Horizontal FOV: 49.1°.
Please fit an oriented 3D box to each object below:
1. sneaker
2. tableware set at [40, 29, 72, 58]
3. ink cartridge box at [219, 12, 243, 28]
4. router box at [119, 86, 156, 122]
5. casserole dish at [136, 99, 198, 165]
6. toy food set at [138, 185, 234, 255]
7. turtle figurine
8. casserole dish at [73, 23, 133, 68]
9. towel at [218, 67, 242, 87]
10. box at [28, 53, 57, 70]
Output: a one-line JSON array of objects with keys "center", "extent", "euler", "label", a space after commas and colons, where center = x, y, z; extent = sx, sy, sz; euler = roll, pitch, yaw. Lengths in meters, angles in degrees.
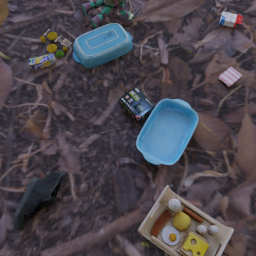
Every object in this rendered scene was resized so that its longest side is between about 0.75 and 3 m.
[{"center": [-2.804, 2.320, 9.011], "extent": [1.061, 0.611, 2.035], "euler": [10, 62, 10], "label": "sneaker"}, {"center": [-3.148, -3.588, 11.980], "extent": [1.401, 0.215, 0.944], "euler": [34, 73, 13], "label": "tableware set"}, {"center": [4.583, -4.806, 12.464], "extent": [0.893, 0.300, 0.519], "euler": [16, 66, 7], "label": "ink cartridge box"}, {"center": [0.349, -0.900, 10.635], "extent": [0.870, 0.361, 1.161], "euler": [-37, 71, -16], "label": "router box"}, {"center": [1.404, 0.167, 10.059], "extent": [1.645, 0.527, 2.716], "euler": [27, 69, 12], "label": "casserole dish"}, {"center": [1.766, 3.123, 8.578], "extent": [2.405, 0.726, 1.726], "euler": [32, 69, 14], "label": "toy food set"}, {"center": [-0.659, -5.503, 12.331], "extent": [2.513, 1.265, 1.881], "euler": [-31, 65, -5], "label": "turtle figurine"}, {"center": [-1.065, -3.568, 11.788], "extent": [2.707, 0.525, 1.640], "euler": [-26, 68, -12], "label": "casserole dish"}, {"center": [4.128, -2.066, 11.318], "extent": [0.827, 0.124, 0.605], "euler": [-37, 71, -18], "label": "towel"}, {"center": [-3.496, -2.713, 11.465], "extent": [1.046, 0.366, 0.336], "euler": [-15, 66, -7], "label": "box"}]
